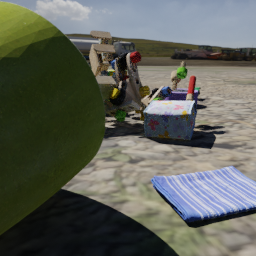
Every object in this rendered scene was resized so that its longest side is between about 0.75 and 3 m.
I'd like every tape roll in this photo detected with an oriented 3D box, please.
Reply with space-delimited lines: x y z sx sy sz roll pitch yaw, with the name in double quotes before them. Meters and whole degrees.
"tape roll" 2.211 -1.283 11.830 1.443 0.613 1.443 0 16 0

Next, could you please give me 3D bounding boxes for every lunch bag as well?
"lunch bag" 1.198 -0.288 7.576 1.237 0.928 1.459 3 25 17

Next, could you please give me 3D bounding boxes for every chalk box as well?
"chalk box" -1.304 -2.080 13.285 2.239 1.386 1.393 11 18 33

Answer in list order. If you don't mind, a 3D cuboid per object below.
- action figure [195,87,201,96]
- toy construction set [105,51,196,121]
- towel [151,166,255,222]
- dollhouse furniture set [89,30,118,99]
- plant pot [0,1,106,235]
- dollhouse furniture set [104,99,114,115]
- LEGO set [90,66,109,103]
"action figure" 2.636 -1.684 13.643 1.659 0.454 0.980 0 15 26
"toy construction set" 0.601 -0.893 8.565 2.740 2.285 2.105 2 55 19
"towel" 1.318 0.944 4.325 1.666 0.199 1.206 -5 17 -18
"dollhouse furniture set" -1.118 -1.776 8.568 1.158 1.635 1.780 -2 57 -22
"plant pot" -2.010 0.310 2.914 2.679 2.679 2.863 5 31 19
"dollhouse furniture set" -1.148 -0.744 8.566 1.071 0.820 1.635 -34 -6 36
"LEGO set" -1.786 -1.223 10.801 2.893 1.676 2.224 4 -14 0
